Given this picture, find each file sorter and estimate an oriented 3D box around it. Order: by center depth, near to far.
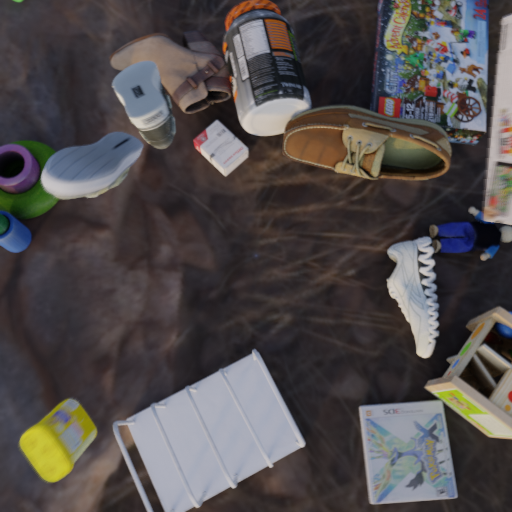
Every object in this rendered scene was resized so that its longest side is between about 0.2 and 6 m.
[{"bbox_3d":[-0.679,2.784,8.794,2.520,1.569,1.749,-26,76,-8],"label":"file sorter"}]

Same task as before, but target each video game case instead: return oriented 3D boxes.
[{"bbox_3d":[2.523,3.263,9.370,1.419,0.171,1.556,-4,74,-1],"label":"video game case"}]

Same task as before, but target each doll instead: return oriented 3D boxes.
[{"bbox_3d":[4.020,-0.399,10.339,1.521,0.369,1.038,-2,73,0],"label":"doll"}]

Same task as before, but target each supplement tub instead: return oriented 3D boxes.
[{"bbox_3d":[0.159,-3.605,10.734,1.401,1.401,2.287,-11,74,-3],"label":"supplement tub"}]

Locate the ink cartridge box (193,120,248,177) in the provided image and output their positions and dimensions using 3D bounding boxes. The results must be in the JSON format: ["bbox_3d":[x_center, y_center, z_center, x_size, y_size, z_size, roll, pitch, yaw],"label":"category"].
[{"bbox_3d":[-0.672,-2.073,10.827,0.647,0.365,0.882,-42,78,-11],"label":"ink cartridge box"}]

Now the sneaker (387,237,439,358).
[{"bbox_3d":[2.774,0.739,9.880,0.863,0.800,2.128,-5,72,14],"label":"sneaker"}]

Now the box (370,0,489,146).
[{"bbox_3d":[3.467,-3.854,11.228,2.147,0.592,3.144,7,74,2],"label":"box"}]

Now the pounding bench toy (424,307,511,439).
[{"bbox_3d":[4.265,2.105,9.102,2.159,1.341,1.684,37,77,10],"label":"pounding bench toy"}]

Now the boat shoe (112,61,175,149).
[{"bbox_3d":[-1.512,-2.072,7.655,0.664,0.598,1.878,-23,43,1],"label":"boat shoe"}]

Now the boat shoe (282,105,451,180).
[{"bbox_3d":[2.041,-1.986,10.182,3.119,1.180,1.152,2,36,1],"label":"boat shoe"}]

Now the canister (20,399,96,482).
[{"bbox_3d":[-2.625,2.448,7.561,0.438,1.011,0.751,-33,94,9],"label":"canister"}]

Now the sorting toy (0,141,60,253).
[{"bbox_3d":[-4.926,-1.000,10.022,3.180,1.305,1.911,-41,78,-11],"label":"sorting toy"}]

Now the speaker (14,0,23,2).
[{"bbox_3d":[-4.872,-6.042,11.894,0.555,0.555,1.256,23,75,7],"label":"speaker"}]

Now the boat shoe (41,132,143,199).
[{"bbox_3d":[-2.381,-1.233,8.419,0.829,2.304,0.715,26,119,6],"label":"boat shoe"}]

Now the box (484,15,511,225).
[{"bbox_3d":[3.681,-1.772,7.194,0.488,1.547,2.811,1,99,-10],"label":"box"}]

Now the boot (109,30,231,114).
[{"bbox_3d":[-1.611,-3.551,11.067,2.206,0.775,1.613,-19,76,-5],"label":"boot"}]
